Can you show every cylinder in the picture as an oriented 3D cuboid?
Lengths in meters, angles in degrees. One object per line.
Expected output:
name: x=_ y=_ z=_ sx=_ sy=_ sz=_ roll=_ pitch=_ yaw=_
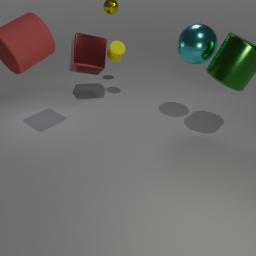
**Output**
cylinder: x=-0.543 y=-3.477 z=12.731 sx=0.700 sy=0.700 sz=0.700 roll=-12 pitch=-12 yaw=-20
cylinder: x=-3.240 y=-2.612 z=8.677 sx=1.400 sy=1.400 sz=1.400 roll=25 pitch=56 yaw=37
cylinder: x=3.521 y=-2.142 z=9.125 sx=1.400 sy=1.400 sz=1.400 roll=22 pitch=28 yaw=-12

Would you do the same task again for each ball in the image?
ball: x=2.425 y=-2.926 z=9.845 sx=1.400 sy=1.400 sz=1.400 roll=0 pitch=30 yaw=0
ball: x=-0.783 y=-5.551 z=12.849 sx=0.700 sy=0.700 sz=0.700 roll=0 pitch=30 yaw=0

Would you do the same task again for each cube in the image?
cube: x=-1.843 y=-3.328 z=12.807 sx=1.400 sy=1.400 sz=1.400 roll=5 pitch=-3 yaw=-19
